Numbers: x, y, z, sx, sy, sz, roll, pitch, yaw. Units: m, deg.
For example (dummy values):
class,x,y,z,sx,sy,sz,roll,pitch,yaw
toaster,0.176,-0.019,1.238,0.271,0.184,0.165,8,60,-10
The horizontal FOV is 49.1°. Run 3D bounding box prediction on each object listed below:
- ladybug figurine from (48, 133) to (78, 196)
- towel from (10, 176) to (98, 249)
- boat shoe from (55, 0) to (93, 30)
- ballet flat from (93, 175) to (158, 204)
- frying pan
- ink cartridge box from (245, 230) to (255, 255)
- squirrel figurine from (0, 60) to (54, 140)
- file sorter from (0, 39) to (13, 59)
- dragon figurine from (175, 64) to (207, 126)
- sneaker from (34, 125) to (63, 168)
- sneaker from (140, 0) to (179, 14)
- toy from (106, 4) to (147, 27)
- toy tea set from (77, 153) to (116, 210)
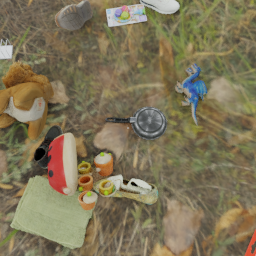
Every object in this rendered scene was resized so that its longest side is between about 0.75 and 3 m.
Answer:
class,x,y,z,sx,sy,sz,roll,pitch,yaw
ladybug figurine,-2.175,1.184,9.319,0.906,1.709,2.518,-2,33,-13
towel,-2.506,2.829,9.607,2.594,0.473,1.925,16,69,7
boat shoe,-2.387,-4.683,11.789,0.926,0.977,2.581,0,30,22
ballet flat,-0.071,2.018,9.685,2.291,0.810,0.810,12,69,7
frying pan,0.435,-0.430,10.985,2.323,0.378,1.405,26,70,7
ink cartridge box,4.722,4.225,9.124,1.492,0.426,1.213,31,72,7
squirrel figurine,-4.374,-1.209,10.722,2.537,1.924,2.718,9,54,14
file sorter,-5.544,-3.387,11.989,0.956,0.595,0.663,-4,68,-1
dragon figurine,2.691,-1.431,11.138,1.241,0.734,2.495,-18,68,-7
sneaker,-2.877,0.577,10.252,0.639,0.907,1.708,11,69,4
sneaker,1.460,-5.884,12.886,1.908,0.768,0.729,18,68,5
toy,-0.080,-5.285,12.831,1.782,0.421,1.026,-8,68,-3
toy tea set,-1.099,1.608,9.306,1.384,0.862,2.328,-10,31,-5
